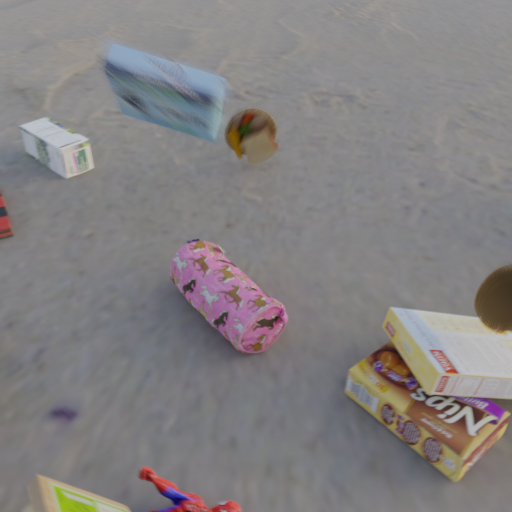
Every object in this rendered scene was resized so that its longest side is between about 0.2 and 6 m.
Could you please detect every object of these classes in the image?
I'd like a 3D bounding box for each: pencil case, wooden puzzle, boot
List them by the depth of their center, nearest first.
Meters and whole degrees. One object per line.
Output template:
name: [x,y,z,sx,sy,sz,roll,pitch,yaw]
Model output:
boot: [3.523,0.114,6.377,1.488,1.916,0.735,-12,55,-38]
pencil case: [-0.415,0.532,7.817,0.820,0.857,1.981,10,23,-44]
wooden puzzle: [-5.424,-0.672,9.892,1.889,0.224,3.185,-17,40,-22]

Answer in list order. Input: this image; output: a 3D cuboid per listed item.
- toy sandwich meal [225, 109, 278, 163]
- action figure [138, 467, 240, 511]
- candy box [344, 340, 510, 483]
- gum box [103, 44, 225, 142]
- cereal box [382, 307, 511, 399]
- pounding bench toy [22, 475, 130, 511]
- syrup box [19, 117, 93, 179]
toy sandwich meal: [-0.082,-2.380,11.218,1.161,1.161,0.398,-5,44,-6]
action figure: [-1.176,2.423,5.156,2.107,1.043,0.688,-5,38,-11]
candy box: [1.940,1.715,6.511,0.934,0.452,1.601,-25,42,-33]
gum box: [-1.431,-2.590,9.196,1.756,0.460,2.067,17,-5,-4]
cereal box: [2.598,1.182,6.785,1.817,0.359,1.307,8,26,-16]
pounding bench toy: [-1.505,2.895,4.508,1.395,1.788,1.111,-43,45,-2]
syrup box: [-4.157,-2.271,11.664,1.680,0.661,0.684,29,46,33]
